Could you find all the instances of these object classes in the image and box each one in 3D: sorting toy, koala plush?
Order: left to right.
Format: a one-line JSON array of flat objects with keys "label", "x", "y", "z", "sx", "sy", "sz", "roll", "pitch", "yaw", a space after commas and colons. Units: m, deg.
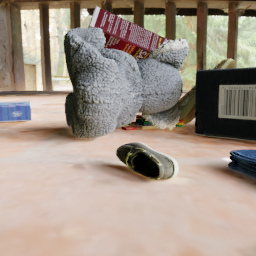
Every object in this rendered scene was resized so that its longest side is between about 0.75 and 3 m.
[{"label": "koala plush", "x": 0.071, "y": -0.980, "z": 6.886, "sx": 2.997, "sy": 2.658, "sz": 2.754, "roll": -3, "pitch": 22, "yaw": -18}, {"label": "sorting toy", "x": 0.560, "y": -0.212, "z": 8.167, "sx": 1.990, "sy": 0.337, "sz": 0.959, "roll": -4, "pitch": 10, "yaw": -23}]

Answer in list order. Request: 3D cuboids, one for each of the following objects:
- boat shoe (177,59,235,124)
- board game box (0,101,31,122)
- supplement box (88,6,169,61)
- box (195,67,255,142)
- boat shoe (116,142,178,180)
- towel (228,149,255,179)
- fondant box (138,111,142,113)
[{"label": "boat shoe", "x": 2.193, "y": -1.177, "z": 8.331, "sx": 0.722, "sy": 2.295, "sz": 0.837, "roll": 48, "pitch": 21, "yaw": 29}, {"label": "board game box", "x": -4.745, "y": -0.600, "z": 9.793, "sx": 2.575, "sy": 0.559, "sz": 2.563, "roll": -3, "pitch": 9, "yaw": -19}, {"label": "supplement box", "x": -0.112, "y": -3.122, "z": 10.419, "sx": 2.919, "sy": 0.889, "sz": 1.588, "roll": 19, "pitch": -18, "yaw": -14}, {"label": "box", "x": 3.309, "y": -0.658, "z": 6.930, "sx": 2.185, "sy": 1.576, "sz": 2.944, "roll": 7, "pitch": 12, "yaw": 41}, {"label": "boat shoe", "x": 0.178, "y": 0.445, "z": 3.944, "sx": 0.333, "sy": 0.398, "sz": 1.113, "roll": -1, "pitch": 12, "yaw": -42}, {"label": "towel", "x": 1.990, "y": 0.532, "z": 3.719, "sx": 0.685, "sy": 0.298, "sz": 1.227, "roll": -3, "pitch": 10, "yaw": -24}, {"label": "fondant box", "x": 0.835, "y": -1.181, "z": 12.140, "sx": 1.423, "sy": 0.414, "sz": 1.026, "roll": -32, "pitch": 23, "yaw": -22}]
